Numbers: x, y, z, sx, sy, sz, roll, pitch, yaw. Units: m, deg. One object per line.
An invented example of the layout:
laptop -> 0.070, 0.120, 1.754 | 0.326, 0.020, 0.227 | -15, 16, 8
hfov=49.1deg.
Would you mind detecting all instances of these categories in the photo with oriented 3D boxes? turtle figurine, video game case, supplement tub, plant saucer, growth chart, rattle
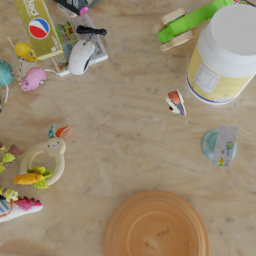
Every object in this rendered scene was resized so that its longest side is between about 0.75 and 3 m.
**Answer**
turtle figurine -> -3.855, 1.269, 7.508 | 2.458, 0.792, 1.982 | 7, 58, 22
video game case -> -1.818, -2.816, 9.409 | 1.709, 0.215, 1.878 | -23, 73, -8
supplement tub -> 2.728, -1.937, 7.845 | 1.829, 2.516, 1.829 | 0, 70, 0
plant saucer -> 0.743, 2.949, 7.178 | 2.688, 0.434, 2.688 | 0, 70, -1
growth chart -> -3.271, -1.902, 9.134 | 0.724, 0.089, 1.001 | -9, 70, -3
rattle -> -2.327, 0.573, 7.588 | 1.287, 1.412, 1.977 | 22, 77, 29
plant saucer -> 2.684, 0.495, 8.196 | 1.080, 0.208, 1.080 | 0, 70, -1

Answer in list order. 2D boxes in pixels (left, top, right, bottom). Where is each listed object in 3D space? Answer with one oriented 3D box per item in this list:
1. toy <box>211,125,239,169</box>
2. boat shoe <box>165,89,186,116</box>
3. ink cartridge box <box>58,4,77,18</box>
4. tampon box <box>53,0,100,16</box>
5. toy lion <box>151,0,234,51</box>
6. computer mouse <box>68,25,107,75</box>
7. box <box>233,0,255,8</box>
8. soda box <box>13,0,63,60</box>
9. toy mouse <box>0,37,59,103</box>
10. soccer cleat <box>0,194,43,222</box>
toy -> 1.871, 0.364, 5.295 | 0.186, 0.455, 0.789 | 19, 85, -29
boat shoe -> 0.775, -0.378, 4.553 | 0.244, 0.778, 0.277 | -25, 67, 8
ink cartridge box -> -1.925, -4.430, 10.032 | 0.747, 0.262, 0.919 | 39, 60, 13
tampon box -> -2.014, -5.381, 9.533 | 2.410, 1.521, 1.806 | 35, 65, 12
toy lion -> 2.099, -3.304, 8.436 | 2.522, 2.632, 0.903 | -26, 102, 2
computer mouse -> -1.402, -2.547, 8.985 | 1.003, 0.401, 1.828 | 15, 72, 4
box -> 4.187, -3.567, 9.578 | 2.255, 0.391, 1.241 | 38, 74, 13
soda box -> -2.236, -2.681, 6.799 | 0.645, 0.610, 1.906 | -20, 101, -3
toy mouse -> -3.462, -1.777, 8.831 | 2.350, 0.455, 2.088 | 24, 75, 9
soccer cleat -> -3.091, 2.175, 7.447 | 1.651, 0.577, 0.713 | 6, 83, 6
